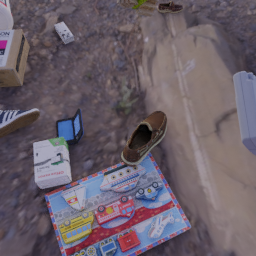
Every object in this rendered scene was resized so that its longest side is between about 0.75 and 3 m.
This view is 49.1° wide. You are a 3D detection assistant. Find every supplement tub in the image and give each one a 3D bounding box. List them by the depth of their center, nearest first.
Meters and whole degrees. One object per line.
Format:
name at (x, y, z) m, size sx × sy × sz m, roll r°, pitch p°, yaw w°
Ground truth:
supplement tub at (-5.050, -4.406, 10.026) m, size 1.567 × 1.567 × 2.233 m, roll -16°, pitch 59°, yaw -10°

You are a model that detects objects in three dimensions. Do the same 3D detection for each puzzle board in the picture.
puzzle board at (-0.304, 2.000, 6.795) m, size 2.971 × 0.258 × 2.239 m, roll -21°, pitch 60°, yaw -13°

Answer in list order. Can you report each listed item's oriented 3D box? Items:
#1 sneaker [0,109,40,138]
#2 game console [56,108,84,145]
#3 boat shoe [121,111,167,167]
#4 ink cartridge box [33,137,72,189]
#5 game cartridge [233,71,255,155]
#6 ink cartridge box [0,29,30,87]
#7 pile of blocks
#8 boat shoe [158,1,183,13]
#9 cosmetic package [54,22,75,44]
sneaker at (-3.389, -0.358, 8.106) m, size 1.530 × 0.536 × 0.830 m, roll -29°, pitch 64°, yaw -13°
game console at (-1.659, -0.028, 7.922) m, size 0.537 × 0.775 × 0.908 m, roll 6°, pitch 54°, yaw -28°
boat shoe at (0.546, 0.128, 7.542) m, size 0.752 × 0.753 × 2.036 m, roll 23°, pitch 52°, yaw 15°
ink cartridge box at (-1.980, 0.903, 7.322) m, size 0.840 × 0.485 × 1.150 m, roll -13°, pitch 59°, yaw -4°
game cartridge at (1.851, -0.106, 3.923) m, size 0.304 × 1.500 × 1.000 m, roll -17°, pitch 71°, yaw 35°
ink cartridge box at (-4.546, -2.249, 9.103) m, size 2.265 × 0.851 × 1.866 m, roll -4°, pitch 59°, yaw -1°
pile of blocks at (-0.052, -4.263, 8.042) m, size 2.752 × 0.855 × 1.130 m, roll 22°, pitch 66°, yaw -33°
boat shoe at (1.677, -4.761, 10.964) m, size 1.010 × 0.363 × 0.364 m, roll -1°, pitch 58°, yaw 0°
cosmetic package at (-2.334, -3.489, 10.245) m, size 0.383 × 0.235 × 0.929 m, roll -26°, pitch 61°, yaw -17°
